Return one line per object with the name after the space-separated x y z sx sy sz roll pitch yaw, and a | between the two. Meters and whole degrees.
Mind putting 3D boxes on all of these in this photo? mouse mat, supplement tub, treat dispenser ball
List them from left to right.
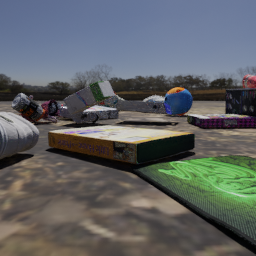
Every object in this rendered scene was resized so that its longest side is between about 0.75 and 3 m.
-3.712 -0.750 10.477 0.662 0.662 1.080 7 -23 47 | supplement tub
2.724 -1.430 15.166 1.520 1.520 1.520 0 7 0 | treat dispenser ball
1.475 0.681 3.435 2.150 0.101 2.671 -3 7 -22 | mouse mat

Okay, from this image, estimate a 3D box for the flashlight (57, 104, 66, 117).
-3.837 -0.818 13.468 2.015 0.682 0.685 -1 15 -16 | flashlight

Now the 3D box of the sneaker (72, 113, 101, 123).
-1.620 -0.374 11.058 1.079 0.407 0.614 -3 -5 23 | sneaker

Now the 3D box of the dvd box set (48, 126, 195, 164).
-0.173 0.246 5.706 2.479 0.364 1.813 5 8 41 | dvd box set

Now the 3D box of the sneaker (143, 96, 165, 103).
2.259 -1.427 17.495 2.816 1.058 1.141 -2 16 -11 | sneaker

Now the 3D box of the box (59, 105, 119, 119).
-1.825 -0.725 13.056 1.760 0.465 2.257 12 14 41 | box

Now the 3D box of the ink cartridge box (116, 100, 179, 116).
0.845 -0.807 11.285 2.403 0.471 1.195 7 2 17 | ink cartridge box

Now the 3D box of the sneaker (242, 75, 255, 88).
5.056 -1.707 10.430 1.667 0.614 0.723 -14 23 -27 | sneaker

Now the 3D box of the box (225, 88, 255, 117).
5.242 -0.878 10.973 1.561 1.355 2.554 -4 8 -19 | box

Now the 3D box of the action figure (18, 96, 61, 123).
-3.644 -0.546 11.517 1.809 1.347 1.212 -17 -27 10 | action figure

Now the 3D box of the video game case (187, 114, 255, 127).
3.395 -0.282 10.245 2.034 0.364 1.844 0 7 -3 | video game case

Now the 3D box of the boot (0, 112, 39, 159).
-3.194 0.081 5.225 2.966 1.091 1.418 11 3 16 | boot

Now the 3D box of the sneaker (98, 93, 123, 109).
-0.693 -1.813 18.874 2.857 1.336 1.006 -3 7 -21 | sneaker

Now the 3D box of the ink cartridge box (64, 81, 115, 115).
-1.492 -1.178 10.852 1.611 0.677 1.167 -24 2 20 | ink cartridge box
